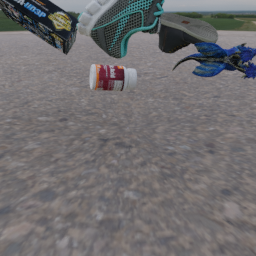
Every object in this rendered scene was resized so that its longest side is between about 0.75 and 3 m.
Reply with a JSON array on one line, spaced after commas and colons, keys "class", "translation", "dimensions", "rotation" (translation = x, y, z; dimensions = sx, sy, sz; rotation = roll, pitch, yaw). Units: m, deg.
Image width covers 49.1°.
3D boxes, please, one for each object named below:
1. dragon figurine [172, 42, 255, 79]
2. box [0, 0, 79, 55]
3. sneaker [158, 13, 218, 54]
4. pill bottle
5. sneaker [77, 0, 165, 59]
[{"class": "dragon figurine", "translation": [1.709, -1.389, 5.668], "dimensions": [2.232, 0.657, 1.110], "rotation": [13, 21, 36]}, {"class": "box", "translation": [-2.535, -3.086, 7.892], "dimensions": [2.209, 0.639, 2.780], "rotation": [31, 0, -14]}, {"class": "sneaker", "translation": [1.809, -2.729, 8.683], "dimensions": [0.791, 1.124, 2.115], "rotation": [-35, 52, -26]}, {"class": "pill bottle", "translation": [-0.374, -1.244, 7.010], "dimensions": [1.105, 0.631, 0.631], "rotation": [0, 23, -15]}, {"class": "sneaker", "translation": [0.301, -2.172, 4.777], "dimensions": [2.456, 1.120, 0.953], "rotation": [-38, 6, 25]}]
